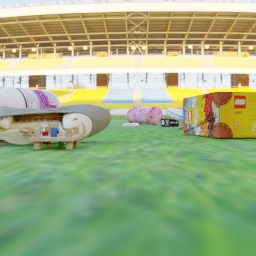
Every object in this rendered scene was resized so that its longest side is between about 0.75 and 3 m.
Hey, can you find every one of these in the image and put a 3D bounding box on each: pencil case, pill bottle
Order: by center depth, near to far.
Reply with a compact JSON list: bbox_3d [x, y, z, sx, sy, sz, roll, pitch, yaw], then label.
[{"bbox_3d":[-3.523,-0.623,9.229,1.401,1.401,2.496,1,3,29],"label":"pill bottle"},{"bbox_3d":[1.004,-0.745,17.260,1.173,1.173,2.683,-1,3,-33],"label":"pencil case"}]

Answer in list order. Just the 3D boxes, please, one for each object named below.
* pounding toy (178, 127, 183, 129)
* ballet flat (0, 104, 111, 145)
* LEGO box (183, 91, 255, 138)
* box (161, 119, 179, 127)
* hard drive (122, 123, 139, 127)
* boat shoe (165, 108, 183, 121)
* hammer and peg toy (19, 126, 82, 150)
[{"bbox_3d":[2.103,-0.066,8.381,0.782,0.470,1.014,-9,-20,-32],"label":"pounding toy"},{"bbox_3d":[-1.125,0.016,4.136,1.912,0.644,0.609,-2,30,-19],"label":"ballet flat"},{"bbox_3d":[2.559,-0.273,6.013,2.276,0.878,1.695,0,2,-12],"label":"LEGO box"},{"bbox_3d":[1.926,-0.247,12.966,0.697,0.366,0.851,1,2,-3],"label":"box"},{"bbox_3d":[0.127,-0.150,13.489,0.700,0.142,1.061,0,1,7],"label":"hard drive"},{"bbox_3d":[2.149,-0.494,9.503,1.788,0.597,0.657,18,19,22],"label":"boat shoe"},{"bbox_3d":[-1.005,0.124,3.529,0.770,0.272,0.566,0,4,1],"label":"hammer and peg toy"}]
